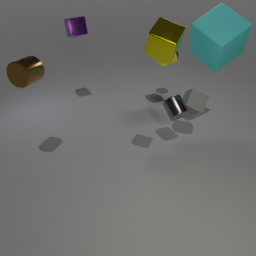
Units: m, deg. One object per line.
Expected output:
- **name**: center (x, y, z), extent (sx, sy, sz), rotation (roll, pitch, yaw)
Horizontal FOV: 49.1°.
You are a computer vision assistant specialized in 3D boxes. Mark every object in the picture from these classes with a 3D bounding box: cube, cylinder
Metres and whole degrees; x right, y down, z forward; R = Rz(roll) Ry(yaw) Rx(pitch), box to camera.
- **cube**: center (2.444, -0.975, 10.426), extent (0.700, 0.700, 0.700), rotation (26, -6, -10)
- **cylinder**: center (-2.705, -1.492, 7.428), extent (0.700, 0.700, 0.700), rotation (11, 30, 17)
- **cube**: center (-2.130, -4.130, 11.432), extent (0.700, 0.700, 0.700), rotation (-19, 26, -22)
- **cube**: center (0.889, -2.115, 6.829), extent (0.700, 0.700, 0.700), rotation (25, 61, 8)
- **cylinder**: center (1.684, -0.716, 9.929), extent (0.700, 0.700, 0.700), rotation (-17, 74, -26)
- **cube**: center (1.563, -3.120, 11.756), extent (0.700, 0.700, 0.700), rotation (-23, 36, -5)
- **cube**: center (3.146, -3.117, 9.754), extent (1.400, 1.400, 1.400), rotation (-36, 65, -10)

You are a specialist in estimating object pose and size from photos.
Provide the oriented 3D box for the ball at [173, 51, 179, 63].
- **ball**: center (2.001, -3.356, 12.984), extent (0.700, 0.700, 0.700), rotation (0, 31, 0)
